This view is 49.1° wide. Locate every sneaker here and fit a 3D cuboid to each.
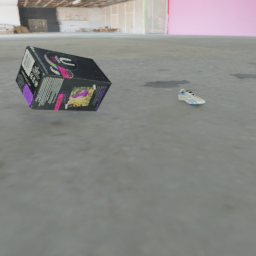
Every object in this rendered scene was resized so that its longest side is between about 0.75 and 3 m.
[{"bbox_3d":[2.069,-1.010,9.187,0.404,0.408,1.125,-10,25,-32],"label":"sneaker"}]

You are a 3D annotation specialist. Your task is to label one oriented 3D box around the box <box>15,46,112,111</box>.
[{"bbox_3d":[-1.741,-1.284,7.712,2.120,1.124,1.296,-1,44,-45],"label":"box"}]
